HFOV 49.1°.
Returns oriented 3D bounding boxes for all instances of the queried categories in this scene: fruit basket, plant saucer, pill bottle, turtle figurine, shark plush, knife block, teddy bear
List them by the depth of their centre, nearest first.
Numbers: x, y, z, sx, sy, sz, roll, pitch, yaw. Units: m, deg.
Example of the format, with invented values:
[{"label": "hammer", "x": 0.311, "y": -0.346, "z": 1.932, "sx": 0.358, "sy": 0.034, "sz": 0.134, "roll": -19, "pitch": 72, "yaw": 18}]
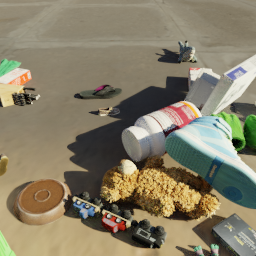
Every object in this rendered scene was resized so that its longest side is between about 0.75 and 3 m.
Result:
[{"label": "fruit basket", "x": -2.945, "y": 2.886, "z": 5.018, "sx": 1.933, "sy": 1.394, "sz": 1.933, "roll": 4, "pitch": 75, "yaw": -17}, {"label": "turtle figurine", "x": 1.694, "y": 2.779, "z": 5.488, "sx": 0.793, "sy": 0.533, "sz": 1.060, "roll": 12, "pitch": 18, "yaw": -9}, {"label": "teddy bear", "x": 0.814, "y": 1.400, "z": 7.044, "sx": 2.990, "sy": 0.998, "sz": 2.168, "roll": 17, "pitch": 37, "yaw": 22}, {"label": "plant saucer", "x": -2.162, "y": 1.788, "z": 7.131, "sx": 1.481, "sy": 0.255, "sz": 1.481, "roll": 1, "pitch": 35, "yaw": -1}, {"label": "pill bottle", "x": 1.047, "y": 0.117, "z": 8.558, "sx": 2.347, "sy": 1.326, "sz": 1.326, "roll": -22, "pitch": 41, "yaw": -28}, {"label": "knife block", "x": -4.505, "y": -1.434, "z": 11.433, "sx": 1.467, "sy": 0.535, "sz": 1.671, "roll": -20, "pitch": 39, "yaw": -27}, {"label": "shark plush", "x": 3.192, "y": -4.228, "z": 15.027, "sx": 1.017, "sy": 0.932, "sz": 2.238, "roll": 3, "pitch": 35, "yaw": 5}]

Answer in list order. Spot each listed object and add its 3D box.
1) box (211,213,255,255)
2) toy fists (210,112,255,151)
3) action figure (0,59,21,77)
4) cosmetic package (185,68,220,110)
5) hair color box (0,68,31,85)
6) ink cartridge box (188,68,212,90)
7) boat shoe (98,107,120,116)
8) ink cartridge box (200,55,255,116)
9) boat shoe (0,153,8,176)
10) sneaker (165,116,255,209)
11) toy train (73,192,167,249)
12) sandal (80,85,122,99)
[{"label": "box", "x": 2.466, "y": 2.445, "z": 6.189, "sx": 0.771, "sy": 0.249, "sz": 0.978, "roll": -21, "pitch": 40, "yaw": -25}, {"label": "toy fists", "x": 3.672, "y": 0.167, "z": 8.869, "sx": 2.677, "sy": 0.921, "sz": 1.365, "roll": 2, "pitch": 41, "yaw": 0}, {"label": "action figure", "x": -5.811, "y": -2.631, "z": 13.193, "sx": 0.998, "sy": 0.462, "sz": 1.690, "roll": 4, "pitch": 42, "yaw": 4}, {"label": "cosmetic package", "x": 2.863, "y": -1.525, "z": 10.644, "sx": 0.892, "sy": 1.057, "sz": 1.978, "roll": 30, "pitch": 26, "yaw": 11}, {"label": "hair color box", "x": -5.117, "y": -2.141, "z": 12.486, "sx": 0.770, "sy": 0.465, "sz": 1.517, "roll": 13, "pitch": 38, "yaw": 19}, {"label": "ink cartridge box", "x": 3.196, "y": -2.101, "z": 12.323, "sx": 0.996, "sy": 0.578, "sz": 1.380, "roll": 5, "pitch": 34, "yaw": 7}, {"label": "boat shoe", "x": -0.719, "y": -0.654, "z": 10.574, "sx": 0.826, "sy": 0.246, "sz": 0.297, "roll": -6, "pitch": 36, "yaw": -9}, {"label": "ink cartridge box", "x": 3.507, "y": -1.217, "z": 9.770, "sx": 2.379, "sy": 2.384, "sz": 0.484, "roll": -31, "pitch": 66, "yaw": -34}, {"label": "boat shoe", "x": -3.443, "y": 1.009, "z": 7.633, "sx": 0.283, "sy": 0.773, "sz": 0.250, "roll": 5, "pitch": 39, "yaw": -42}, {"label": "sneaker", "x": 2.499, "y": 0.630, "z": 7.073, "sx": 2.764, "sy": 1.099, "sz": 1.805, "roll": 37, "pitch": 47, "yaw": 18}, {"label": "toy train", "x": -0.309, "y": 2.142, "z": 6.519, "sx": 2.479, "sy": 0.423, "sz": 0.568, "roll": 18, "pitch": 51, "yaw": 22}, {"label": "sandal", "x": -1.110, "y": -1.519, "z": 11.638, "sx": 1.781, "sy": 0.426, "sz": 0.669, "roll": -7, "pitch": 36, "yaw": -10}]
